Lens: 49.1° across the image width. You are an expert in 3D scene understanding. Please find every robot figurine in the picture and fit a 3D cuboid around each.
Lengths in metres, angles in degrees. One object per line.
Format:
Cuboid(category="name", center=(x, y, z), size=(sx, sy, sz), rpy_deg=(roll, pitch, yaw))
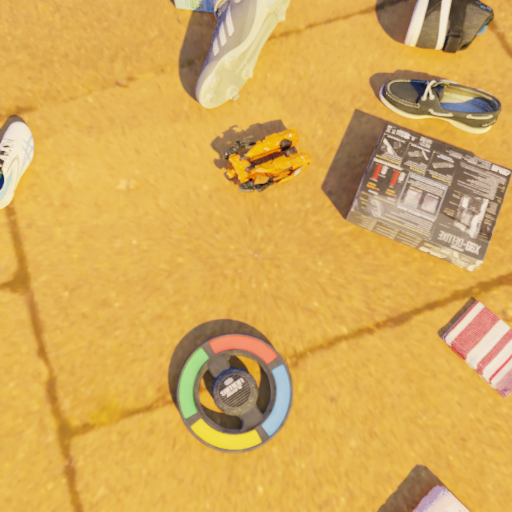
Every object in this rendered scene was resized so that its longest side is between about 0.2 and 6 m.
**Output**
Cuboid(category="robot figurine", center=(0.201, -1.985, 11.869), size=(1.794, 0.522, 1.301), rpy_deg=(-22, 71, -8))

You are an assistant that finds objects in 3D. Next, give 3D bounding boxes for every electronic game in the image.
Cuboid(category="electronic game", center=(-0.397, 2.525, 10.436), size=(2.193, 0.456, 2.193), rpy_deg=(0, 72, 0))

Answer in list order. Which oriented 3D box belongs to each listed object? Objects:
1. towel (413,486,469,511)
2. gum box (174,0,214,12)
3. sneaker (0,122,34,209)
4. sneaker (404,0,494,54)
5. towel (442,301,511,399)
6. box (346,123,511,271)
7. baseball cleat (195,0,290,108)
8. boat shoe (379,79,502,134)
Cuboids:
Cuboid(category="towel", center=(3.164, 5.997, 9.293), size=(3.019, 0.487, 2.884), rpy_deg=(-43, 77, -13))
Cuboid(category="gum box", center=(-0.689, -6.743, 13.447), size=(2.260, 0.504, 1.921), rpy_deg=(7, 72, 2))
Cuboid(category="sneaker", center=(-5.253, -1.975, 11.777), size=(0.729, 0.735, 2.028), rpy_deg=(10, 71, 4))
Cuboid(category="sneaker", center=(4.706, -6.030, 12.915), size=(1.761, 1.150, 3.148), rpy_deg=(19, 83, 7))
Cuboid(category="towel", center=(4.559, 1.781, 10.831), size=(1.153, 0.182, 1.601), rpy_deg=(-42, 77, -13))
Cuboid(category="box", center=(3.562, -1.231, 11.530), size=(2.792, 0.695, 2.202), rpy_deg=(22, 73, 7))
Cuboid(category="baseball cleat", center=(-0.558, -4.853, 12.449), size=(1.742, 1.141, 3.273), rpy_deg=(37, 91, 29))
Cuboid(category="boat shoe", center=(4.015, -3.443, 12.209), size=(2.574, 0.777, 0.973), rpy_deg=(13, 75, 5))
